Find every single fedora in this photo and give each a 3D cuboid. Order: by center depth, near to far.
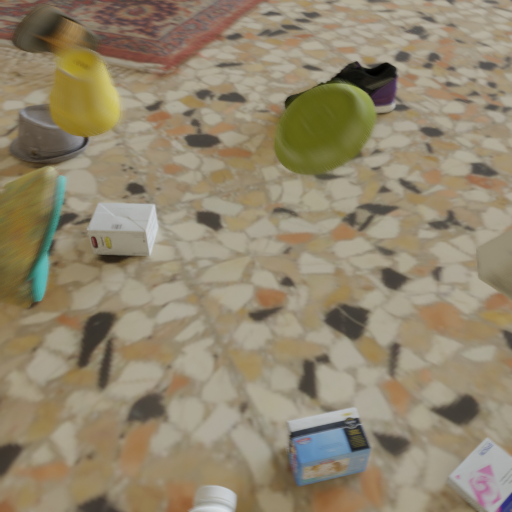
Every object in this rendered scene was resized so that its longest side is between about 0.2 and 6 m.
[{"bbox_3d":[-4.652,-2.814,12.412,1.876,0.847,1.659,23,48,23],"label":"fedora"}]

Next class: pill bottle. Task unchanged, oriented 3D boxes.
[{"bbox_3d":[-0.520,3.165,6.090,0.638,0.638,1.151,3,43,4],"label":"pill bottle"}]

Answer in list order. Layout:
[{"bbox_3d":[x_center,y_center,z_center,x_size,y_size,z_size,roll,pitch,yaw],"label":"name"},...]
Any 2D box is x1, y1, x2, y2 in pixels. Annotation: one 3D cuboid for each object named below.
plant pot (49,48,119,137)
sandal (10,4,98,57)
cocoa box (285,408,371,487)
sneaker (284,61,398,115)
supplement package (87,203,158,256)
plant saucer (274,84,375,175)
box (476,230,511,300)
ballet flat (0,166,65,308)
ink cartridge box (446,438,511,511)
[{"bbox_3d":[-2.558,-2.471,8.292,1.028,0.967,1.028,6,57,-9],"label":"plant pot"},{"bbox_3d":[-3.025,-3.366,8.824,0.525,0.786,1.924,38,14,9],"label":"sandal"},{"bbox_3d":[0.875,2.376,6.969,0.911,0.608,0.598,-9,44,-10],"label":"cocoa box"},{"bbox_3d":[2.028,-4.096,13.501,2.829,1.239,1.071,-10,44,-10],"label":"sneaker"},{"bbox_3d":[-2.378,-0.478,10.074,1.046,0.580,0.815,1,42,3],"label":"supplement package"},{"bbox_3d":[1.133,-2.343,9.947,1.940,0.301,1.940,-14,59,23],"label":"plant saucer"},{"bbox_3d":[2.420,0.130,5.123,0.687,0.439,0.374,30,50,-21],"label":"box"},{"bbox_3d":[-2.533,-0.107,5.693,0.958,2.710,0.958,9,66,-21],"label":"ballet flat"},{"bbox_3d":[2.933,2.788,6.852,0.835,0.184,0.850,-30,49,-29],"label":"ink cartridge box"}]
